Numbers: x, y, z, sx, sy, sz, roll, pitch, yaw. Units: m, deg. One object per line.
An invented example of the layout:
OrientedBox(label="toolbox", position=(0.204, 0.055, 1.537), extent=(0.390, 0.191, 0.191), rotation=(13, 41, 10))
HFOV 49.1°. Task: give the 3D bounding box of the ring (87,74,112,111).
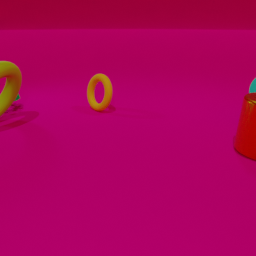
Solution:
OrientedBox(label="ring", position=(-0.916, -1.129, 8.942), extent=(0.238, 1.190, 1.190), rotation=(-2, 18, -42))

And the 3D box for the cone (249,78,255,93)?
OrientedBox(label="cone", position=(4.074, -0.765, 8.187), extent=(1.269, 1.269, 1.274), rotation=(5, -17, 12))

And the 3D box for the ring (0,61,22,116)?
OrientedBox(label="ring", position=(-3.581, -0.865, 7.378), extent=(0.402, 2.009, 2.009), rotation=(35, 27, 2))

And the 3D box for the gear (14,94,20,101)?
OrientedBox(label="gear", position=(-4.127, -0.874, 9.157), extent=(1.132, 0.209, 1.132), rotation=(-16, 19, 6))

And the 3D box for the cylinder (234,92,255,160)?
OrientedBox(label="cylinder", position=(3.018, -0.042, 6.036), extent=(1.199, 1.199, 1.199), rotation=(2, 22, -1))
